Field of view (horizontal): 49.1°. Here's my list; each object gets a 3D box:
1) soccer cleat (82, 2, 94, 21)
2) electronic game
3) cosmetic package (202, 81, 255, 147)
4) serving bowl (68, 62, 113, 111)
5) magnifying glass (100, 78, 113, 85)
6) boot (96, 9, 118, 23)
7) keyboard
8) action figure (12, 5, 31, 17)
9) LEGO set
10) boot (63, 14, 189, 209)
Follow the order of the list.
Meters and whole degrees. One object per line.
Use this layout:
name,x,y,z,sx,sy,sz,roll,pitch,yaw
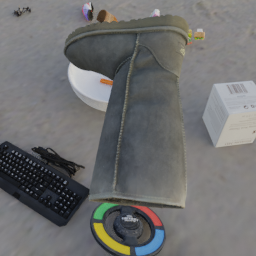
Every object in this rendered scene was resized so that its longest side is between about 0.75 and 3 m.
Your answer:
soccer cleat,-1.692,-4.781,11.585,0.453,0.422,1.238,-10,48,8
electronic game,0.010,1.984,5.653,1.559,0.324,1.559,12,25,-6
cosmetic package,2.747,-0.357,7.293,1.102,1.317,1.096,-7,51,-6
serving bowl,-0.304,-1.457,8.447,2.874,0.945,2.874,0,50,0
magnifying glass,-0.279,-1.332,8.652,1.216,0.136,0.484,16,53,11
boot,-0.588,-2.235,7.011,0.453,0.917,1.181,23,93,29
keyboard,-2.215,1.004,6.686,2.843,0.563,1.480,25,55,18
action figure,-4.473,-4.908,11.676,0.755,0.385,0.449,-27,66,-23
LEGO set,1.651,-3.330,10.126,2.190,1.007,0.815,19,67,-13
boot,-0.185,-0.235,3.989,2.304,0.919,2.534,-1,78,34
